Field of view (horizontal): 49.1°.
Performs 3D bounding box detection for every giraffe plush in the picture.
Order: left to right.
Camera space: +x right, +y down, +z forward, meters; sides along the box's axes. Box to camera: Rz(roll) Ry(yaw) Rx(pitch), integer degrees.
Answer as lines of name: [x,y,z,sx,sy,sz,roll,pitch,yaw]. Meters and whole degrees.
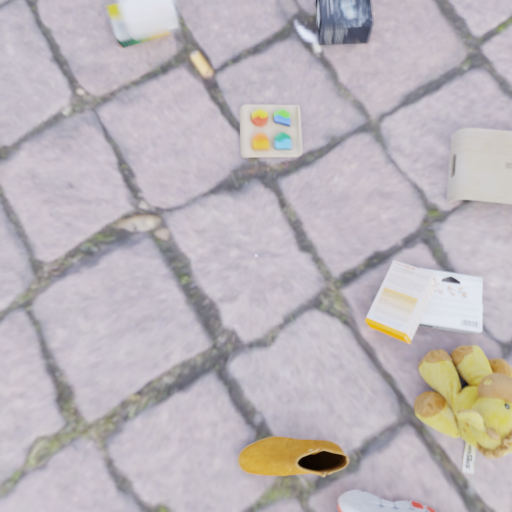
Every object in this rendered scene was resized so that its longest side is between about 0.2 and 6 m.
giraffe plush: [3.705,2.525,9.089,1.884,1.771,2.184,-7,78,-1]

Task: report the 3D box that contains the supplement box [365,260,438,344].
supplement box: [2.598,0.814,9.994,0.803,0.469,1.275,22,77,34]

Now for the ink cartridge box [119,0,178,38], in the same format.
ink cartridge box: [-2.197,-5.109,11.058,0.983,0.565,1.354,-15,79,-3]

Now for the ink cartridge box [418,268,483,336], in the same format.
ink cartridge box: [3.505,0.836,10.247,1.201,0.262,1.042,9,69,3]

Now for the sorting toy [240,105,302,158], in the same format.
sorting toy: [0.283,-2.473,10.996,1.197,0.218,1.108,-2,77,0]

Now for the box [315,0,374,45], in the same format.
box: [1.768,-4.908,11.345,1.047,0.615,1.030,-3,77,-2]

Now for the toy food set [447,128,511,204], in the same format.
toy food set: [4.728,-1.591,10.684,2.017,0.609,1.447,7,78,10]

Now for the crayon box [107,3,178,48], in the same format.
crayon box: [-2.304,-4.852,11.469,1.287,0.327,0.817,-17,78,-3]

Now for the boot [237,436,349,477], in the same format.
boot: [0.563,3.308,9.172,1.786,1.279,0.629,-6,77,-1]

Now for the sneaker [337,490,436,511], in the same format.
sneaker: [2.348,4.635,9.260,2.255,0.869,0.923,17,103,6]
